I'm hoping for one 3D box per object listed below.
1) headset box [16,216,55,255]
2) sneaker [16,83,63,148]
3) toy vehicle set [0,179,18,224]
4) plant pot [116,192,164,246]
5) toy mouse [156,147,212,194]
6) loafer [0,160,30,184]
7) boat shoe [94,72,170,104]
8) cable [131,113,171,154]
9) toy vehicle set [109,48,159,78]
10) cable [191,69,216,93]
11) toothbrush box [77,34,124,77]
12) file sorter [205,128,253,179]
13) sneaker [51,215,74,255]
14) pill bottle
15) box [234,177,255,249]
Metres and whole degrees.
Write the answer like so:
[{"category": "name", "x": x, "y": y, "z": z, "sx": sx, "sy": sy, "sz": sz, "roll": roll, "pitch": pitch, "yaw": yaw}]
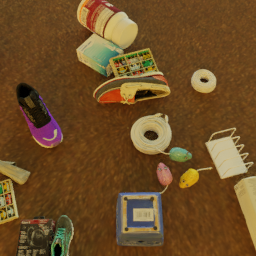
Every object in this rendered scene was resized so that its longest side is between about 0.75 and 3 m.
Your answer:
[{"category": "headset box", "x": -2.818, "y": 3.381, "z": 8.607, "sx": 0.972, "sy": 0.504, "sz": 1.306, "roll": -2, "pitch": 60, "yaw": -1}, {"category": "sneaker", "x": -3.401, "y": -0.559, "z": 10.243, "sx": 0.985, "sy": 1.410, "sz": 2.834, "roll": -31, "pitch": 65, "yaw": -16}, {"category": "toy vehicle set", "x": -4.210, "y": 2.461, "z": 9.296, "sx": 0.850, "sy": 0.181, "sz": 1.368, "roll": -19, "pitch": 63, "yaw": -10}, {"category": "plant pot", "x": 0.364, "y": 2.727, "z": 8.497, "sx": 1.483, "sy": 1.334, "sz": 1.483, "roll": 0, "pitch": 61, "yaw": 0}, {"category": "toy mouse", "x": 1.563, "y": 1.299, "z": 9.508, "sx": 1.980, "sy": 0.383, "sz": 1.759, "roll": -39, "pitch": 82, "yaw": -3}, {"category": "loafer", "x": -4.096, "y": 1.396, "z": 9.719, "sx": 1.501, "sy": 0.525, "sz": 0.524, "roll": 29, "pitch": 60, "yaw": 7}, {"category": "boat shoe", "x": 0.176, "y": -1.421, "z": 10.982, "sx": 2.995, "sy": 1.066, "sz": 0.937, "roll": -14, "pitch": 65, "yaw": -13}, {"category": "cable", "x": 0.847, "y": 0.241, "z": 10.327, "sx": 1.493, "sy": 0.517, "sz": 1.492, "roll": -7, "pitch": 63, "yaw": -3}, {"category": "toy vehicle set", "x": 0.271, "y": -2.540, "z": 11.592, "sx": 1.853, "sy": 0.246, "sz": 1.151, "roll": -21, "pitch": 85, "yaw": -22}, {"category": "cable", "x": 3.149, "y": -1.948, "z": 11.608, "sx": 1.025, "sy": 0.355, "sz": 1.024, "roll": 21, "pitch": 63, "yaw": 11}, {"category": "toothbrush box", "x": -1.184, "y": -3.142, "z": 12.056, "sx": 1.653, "sy": 0.705, "sz": 1.210, "roll": 32, "pitch": 67, "yaw": 16}, {"category": "file sorter", "x": 3.533, "y": 0.863, "z": 9.774, "sx": 0.989, "sy": 0.887, "sz": 1.425, "roll": -14, "pitch": 63, "yaw": -7}, {"category": "sneaker", "x": -2.013, "y": 3.408, "z": 8.482, "sx": 0.595, "sy": 0.700, "sz": 1.534, "roll": -1, "pitch": 61, "yaw": -1}, {"category": "pill bottle", "x": -0.905, "y": -4.714, "z": 12.494, "sx": 2.559, "sy": 1.461, "sz": 1.461, "roll": 39, "pitch": 68, "yaw": 19}, {"category": "box", "x": 4.347, "y": 2.906, "z": 8.614, "sx": 1.137, "sy": 0.946, "sz": 2.766, "roll": -7, "pitch": 62, "yaw": -4}]
